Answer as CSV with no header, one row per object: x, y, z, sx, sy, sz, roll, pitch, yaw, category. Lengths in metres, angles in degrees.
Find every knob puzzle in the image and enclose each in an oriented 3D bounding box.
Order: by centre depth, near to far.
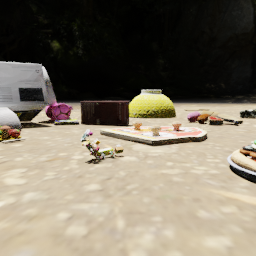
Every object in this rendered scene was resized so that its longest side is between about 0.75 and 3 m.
0.925,0.012,7.412,2.826,0.392,2.826,0,6,0,knob puzzle

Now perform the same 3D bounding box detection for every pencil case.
-3.039,-0.720,12.247,0.872,0.844,1.861,-36,21,-20,pencil case

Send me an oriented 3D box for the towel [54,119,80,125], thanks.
-2.359,-0.239,10.781,0.931,0.148,1.297,-2,7,-12,towel

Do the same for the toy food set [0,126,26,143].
-2.867,0.106,6.662,0.606,0.336,1.030,-7,8,-41,toy food set

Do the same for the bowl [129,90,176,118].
1.216,-1.271,14.543,2.572,1.384,2.572,0,6,0,bowl

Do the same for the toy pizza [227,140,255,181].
2.617,0.416,3.740,2.427,0.385,2.427,0,6,0,toy pizza

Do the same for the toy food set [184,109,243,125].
3.181,-0.354,11.075,1.572,0.389,2.472,-1,14,-9,toy food set

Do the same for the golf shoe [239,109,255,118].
6.074,-0.690,13.438,1.313,0.514,0.638,6,3,34,golf shoe

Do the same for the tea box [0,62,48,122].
-4.448,-1.177,10.044,2.374,1.586,2.335,-5,-13,-37,tea box

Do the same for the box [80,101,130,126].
-0.861,-0.556,10.363,1.761,0.882,0.660,1,6,20,box

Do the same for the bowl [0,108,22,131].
-4.214,-0.194,7.847,1.962,0.732,1.959,-1,6,3,bowl

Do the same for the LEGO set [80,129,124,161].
-0.407,0.375,4.588,0.857,0.394,0.319,30,4,-36,LEGO set

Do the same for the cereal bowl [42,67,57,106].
-3.566,-1.664,11.599,0.694,1.667,1.667,-20,13,-18,cereal bowl
